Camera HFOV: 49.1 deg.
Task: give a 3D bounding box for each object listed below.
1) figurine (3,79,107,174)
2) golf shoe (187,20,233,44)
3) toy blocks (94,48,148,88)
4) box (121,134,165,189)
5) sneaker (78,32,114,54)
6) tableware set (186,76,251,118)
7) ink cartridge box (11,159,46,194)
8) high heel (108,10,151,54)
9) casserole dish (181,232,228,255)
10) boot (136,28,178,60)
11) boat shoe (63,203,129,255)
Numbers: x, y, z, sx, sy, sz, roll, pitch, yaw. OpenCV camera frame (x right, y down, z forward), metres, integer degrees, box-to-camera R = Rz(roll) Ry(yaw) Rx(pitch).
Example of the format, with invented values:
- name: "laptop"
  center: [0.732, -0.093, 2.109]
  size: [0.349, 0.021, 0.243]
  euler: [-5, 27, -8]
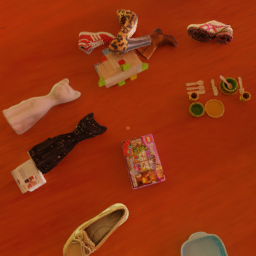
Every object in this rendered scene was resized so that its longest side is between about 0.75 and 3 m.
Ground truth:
- name: "figurine"
  center: [-2.520, -0.251, 9.773]
  size: [2.674, 1.180, 2.741]
  euler: [-33, 77, -16]
- name: "golf shoe"
  center: [3.153, -3.786, 10.882]
  size: [1.788, 0.649, 0.823]
  euler: [7, 67, -7]
- name: "toy blocks"
  center: [-0.457, -2.424, 10.421]
  size: [1.992, 0.995, 1.362]
  euler: [-28, 66, -9]
- name: "box"
  center: [0.497, 1.152, 9.685]
  size: [1.141, 0.326, 1.668]
  euler: [-15, 76, -4]
- name: "sneaker"
  center: [-1.241, -3.267, 10.778]
  size: [1.389, 0.495, 0.781]
  euler: [4, 71, 9]
- name: "tableware set"
  center: [3.313, -1.156, 10.297]
  size: [2.271, 0.349, 1.530]
  euler: [-6, 75, -2]
- name: "ink cartridge box"
  center: [-3.383, 1.661, 9.527]
  size: [0.790, 0.377, 0.900]
  euler: [-32, 77, -8]
- name: "high heel"
  center: [-0.371, -3.687, 10.461]
  size: [1.633, 0.818, 2.291]
  euler: [-20, 59, -20]
- name: "casserole dish"
  center: [2.488, 4.448, 8.755]
  size: [1.414, 0.453, 2.334]
  euler: [-15, 76, -4]
- name: "boot"
  center: [1.121, -3.134, 10.782]
  size: [1.194, 0.434, 1.268]
  euler: [40, 79, 9]
- name: "boat shoe"
  center: [-1.029, 3.309, 8.880]
  size: [2.473, 0.778, 0.902]
  euler: [-34, 78, -8]
